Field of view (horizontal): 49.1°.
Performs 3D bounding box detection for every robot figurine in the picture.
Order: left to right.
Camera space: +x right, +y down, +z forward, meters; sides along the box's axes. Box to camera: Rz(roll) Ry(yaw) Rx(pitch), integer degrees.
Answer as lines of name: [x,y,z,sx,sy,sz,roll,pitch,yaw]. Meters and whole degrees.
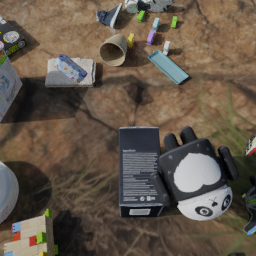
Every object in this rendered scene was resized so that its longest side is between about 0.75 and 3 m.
robot figurine: [1.824,1.255,7.781,1.585,1.909,2.541,-6,71,-50]

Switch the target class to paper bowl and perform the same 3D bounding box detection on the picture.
paper bowl: [-5.036,2.101,9.207,2.477,1.288,2.477,0,64,-1]

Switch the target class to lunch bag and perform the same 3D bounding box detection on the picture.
lunch bag: [-2.032,-2.137,9.961,1.203,0.964,0.454,39,109,-9]

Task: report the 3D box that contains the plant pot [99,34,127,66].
plant pot: [-0.517,-3.581,12.332,1.166,1.166,1.245,15,51,8]

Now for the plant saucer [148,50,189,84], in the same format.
plant saucer: [1.733,-2.668,12.304,0.684,0.186,1.958,-36,69,-17]

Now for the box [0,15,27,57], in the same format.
box: [-6.057,-4.124,12.868,1.804,0.498,2.251,-39,69,-18]

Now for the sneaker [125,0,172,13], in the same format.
sneaker: [0.970,-6.571,13.895,2.291,0.914,1.491,-6,71,8]

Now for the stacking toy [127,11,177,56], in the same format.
stacking toy: [1.179,-4.559,13.062,1.868,0.582,2.477,15,63,8]

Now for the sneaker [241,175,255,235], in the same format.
sneaker: [4.165,2.528,9.339,0.894,0.765,2.159,19,59,17]

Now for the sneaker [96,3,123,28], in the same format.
sneaker: [-0.932,-5.622,13.603,1.097,0.577,1.518,20,65,7]

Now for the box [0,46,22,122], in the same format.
box: [-5.298,-1.666,10.560,1.128,2.332,2.058,15,63,7]

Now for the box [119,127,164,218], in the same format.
box: [0.360,1.474,9.179,1.330,1.887,2.550,-1,63,-1]

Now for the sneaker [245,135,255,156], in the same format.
sneaker: [3.866,0.494,8.153,0.559,1.316,0.507,22,58,3]

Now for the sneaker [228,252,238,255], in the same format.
sneaker: [3.009,4.352,8.519,1.213,0.461,0.551,-33,73,-14]

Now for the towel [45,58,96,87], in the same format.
towel: [-2.450,-2.373,12.038,2.133,0.368,1.413,-1,62,0]

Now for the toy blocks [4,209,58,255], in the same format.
toy blocks: [-3.079,3.725,8.610,1.484,1.085,2.171,-16,60,4]
